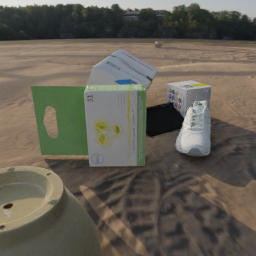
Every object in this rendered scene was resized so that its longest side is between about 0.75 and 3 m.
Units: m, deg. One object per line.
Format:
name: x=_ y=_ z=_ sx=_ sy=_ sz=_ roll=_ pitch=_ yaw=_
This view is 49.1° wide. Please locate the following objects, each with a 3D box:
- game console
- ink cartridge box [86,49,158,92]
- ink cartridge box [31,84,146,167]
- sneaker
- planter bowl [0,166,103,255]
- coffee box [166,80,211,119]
game console: x=0.961 y=-0.255 z=10.604 sx=1.909 sy=1.111 sz=1.679 roll=-13 pitch=-4 yaw=-31
ink cartridge box: x=-0.172 y=-2.070 z=12.098 sx=2.133 sy=1.242 sz=2.949 roll=32 pitch=35 yaw=3
ink cartridge box: x=-1.031 y=-0.044 z=7.456 sx=2.989 sy=2.175 sz=0.717 roll=-1 pitch=24 yaw=-2
sneaker: x=2.114 y=-0.055 z=8.870 sx=1.020 sy=1.162 sz=2.901 roll=7 pitch=25 yaw=12
planter bowl: x=-1.600 y=1.625 z=4.017 sx=2.542 sy=1.711 sz=2.542 roll=1 pitch=22 yaw=0
coffee box: x=2.416 y=-1.140 z=11.315 sx=1.266 sy=1.264 sz=1.252 roll=-12 pitch=25 yaw=-26
